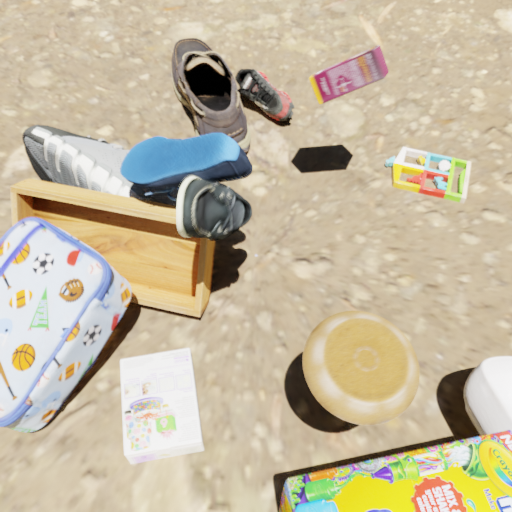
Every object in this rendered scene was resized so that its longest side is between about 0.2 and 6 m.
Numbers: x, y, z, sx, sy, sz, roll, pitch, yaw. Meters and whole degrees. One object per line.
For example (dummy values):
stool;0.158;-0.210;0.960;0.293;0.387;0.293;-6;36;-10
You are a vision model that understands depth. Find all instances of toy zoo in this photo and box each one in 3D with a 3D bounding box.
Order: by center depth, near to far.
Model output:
toy zoo;2.985;-1.459;9.843;1.445;0.148;0.948;14;55;11

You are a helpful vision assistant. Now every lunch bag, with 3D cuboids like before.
lunch bag;-3.015;0.861;7.221;2.037;0.961;2.543;30;77;22

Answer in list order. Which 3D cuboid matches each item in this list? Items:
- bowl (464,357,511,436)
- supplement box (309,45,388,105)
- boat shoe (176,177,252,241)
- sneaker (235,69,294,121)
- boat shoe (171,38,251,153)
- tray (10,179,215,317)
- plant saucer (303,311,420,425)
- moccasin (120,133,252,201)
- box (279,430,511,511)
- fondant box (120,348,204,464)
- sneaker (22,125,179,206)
bowl;3.229;2.053;6.556;1.726;0.645;1.728;9;43;-40
supplement box;1.320;-2.564;7.946;0.985;0.422;0.543;-17;18;27
boat shoe;-0.424;-0.513;6.556;0.620;1.871;0.699;7;90;9
sneaker;0.109;-3.100;10.677;0.749;0.542;1.533;8;36;-49
boat shoe;-0.855;-3.269;10.537;1.228;1.209;3.297;-17;55;-12
tray;-2.048;-0.143;8.040;2.878;1.420;0.533;12;24;9
plant saucer;1.083;1.064;5.634;1.212;0.215;1.212;2;60;-4
moccasin;-0.948;-1.081;7.258;2.022;0.690;0.814;9;75;40
box;1.679;3.335;5.371;2.405;1.523;2.497;-10;54;-8
fondant box;-1.219;1.893;7.172;0.935;0.378;1.297;-8;52;-6
sneaker;-2.014;-1.411;9.269;3.388;1.271;1.957;34;55;11
